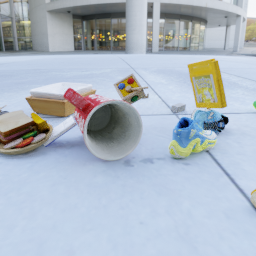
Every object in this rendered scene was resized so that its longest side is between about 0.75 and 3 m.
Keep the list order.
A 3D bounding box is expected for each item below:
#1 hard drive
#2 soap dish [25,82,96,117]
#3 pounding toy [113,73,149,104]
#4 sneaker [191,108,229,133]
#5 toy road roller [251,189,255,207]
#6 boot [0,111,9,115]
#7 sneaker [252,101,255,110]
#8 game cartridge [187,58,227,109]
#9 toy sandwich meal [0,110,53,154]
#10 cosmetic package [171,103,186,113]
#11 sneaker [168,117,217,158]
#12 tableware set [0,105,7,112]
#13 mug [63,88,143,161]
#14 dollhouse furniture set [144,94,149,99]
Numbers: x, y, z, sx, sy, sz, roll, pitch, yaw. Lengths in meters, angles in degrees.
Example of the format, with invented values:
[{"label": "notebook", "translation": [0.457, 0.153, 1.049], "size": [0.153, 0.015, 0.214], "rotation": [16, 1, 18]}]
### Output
[{"label": "hard drive", "translation": [-2.425, 0.095, 9.885], "size": [1.294, 0.164, 0.854], "rotation": [-35, 25, -4]}, {"label": "soap dish", "translation": [-3.220, -1.469, 13.899], "size": [2.266, 1.170, 2.880], "rotation": [8, 21, 21]}, {"label": "pounding toy", "translation": [0.159, -1.505, 11.017], "size": [1.070, 0.827, 1.163], "rotation": [-30, 60, 0]}, {"label": "sneaker", "translation": [3.154, -0.242, 10.734], "size": [1.075, 0.937, 2.391], "rotation": [19, 26, 37]}, {"label": "toy road roller", "translation": [3.360, 1.568, 6.096], "size": [1.103, 0.805, 0.678], "rotation": [-36, 18, 8]}, {"label": "boot", "translation": [-5.377, -0.404, 11.960], "size": [0.882, 0.467, 1.339], "rotation": [17, 29, 28]}, {"label": "sneaker", "translation": [6.826, -1.032, 13.012], "size": [0.811, 0.915, 2.190], "rotation": [-10, 20, -23]}, {"label": "game cartridge", "translation": [3.085, -1.711, 11.083], "size": [0.308, 1.900, 1.675], "rotation": [-21, 12, -20]}, {"label": "toy sandwich meal", "translation": [-3.647, 0.059, 9.502], "size": [2.268, 0.777, 2.268], "rotation": [-7, 27, 4]}, {"label": "cosmetic package", "translation": [2.499, -1.000, 13.841], "size": [0.403, 0.340, 0.755], "rotation": [19, 24, 37]}, {"label": "sneaker", "translation": [2.218, 0.162, 9.106], "size": [0.859, 1.191, 2.268], "rotation": [17, 26, 42]}, {"label": "tableware set", "translation": [-6.147, -0.632, 12.749], "size": [1.083, 0.328, 1.638], "rotation": [-19, 17, -8]}, {"label": "mug", "translation": [-0.942, -0.497, 9.387], "size": [1.841, 2.449, 2.759], "rotation": [-25, 20, -12]}, {"label": "dollhouse furniture set", "translation": [0.734, -2.028, 16.566], "size": [0.765, 0.497, 0.702], "rotation": [-15, 25, -37]}]
